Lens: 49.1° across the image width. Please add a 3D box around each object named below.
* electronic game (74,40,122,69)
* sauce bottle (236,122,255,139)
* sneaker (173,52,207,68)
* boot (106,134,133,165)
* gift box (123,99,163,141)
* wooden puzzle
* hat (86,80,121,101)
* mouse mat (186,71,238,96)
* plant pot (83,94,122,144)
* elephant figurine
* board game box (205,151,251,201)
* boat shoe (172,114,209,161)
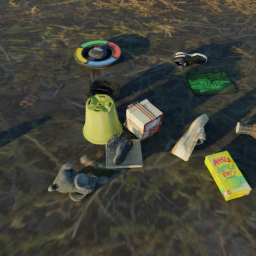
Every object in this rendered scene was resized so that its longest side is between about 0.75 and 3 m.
[{"bbox_3d":[-1.600,-3.956,14.917,2.528,0.526,2.528,0,47,0],"label":"electronic game"},{"bbox_3d":[5.412,0.147,10.945,2.183,0.706,0.706,10,48,8],"label":"sauce bottle"},{"bbox_3d":[3.149,-3.368,14.388,1.636,0.598,0.915,12,51,22],"label":"sneaker"},{"bbox_3d":[-0.432,0.786,10.211,0.859,0.455,1.304,18,38,19],"label":"boot"},{"bbox_3d":[0.514,-0.350,11.097,1.268,1.170,1.184,-25,53,-30],"label":"gift box"},{"bbox_3d":[-0.158,0.994,10.434,1.314,0.329,1.419,-2,42,-3],"label":"wooden puzzle"},{"bbox_3d":[-1.070,-1.440,12.453,1.646,0.664,1.646,0,45,0],"label":"hat"},{"bbox_3d":[4.028,-2.166,13.558,2.161,0.081,1.739,-6,47,-5],"label":"mouse mat"},{"bbox_3d":[-1.043,-0.445,10.970,1.607,1.477,1.607,-1,47,1],"label":"plant pot"},{"bbox_3d":[-1.571,1.849,9.235,1.525,1.079,1.183,27,80,4],"label":"elephant figurine"},{"bbox_3d":[3.422,1.616,9.723,0.830,0.389,1.633,-14,49,-7],"label":"board game box"},{"bbox_3d":[2.565,0.348,10.732,0.748,0.831,2.304,36,56,15],"label":"boat shoe"}]
